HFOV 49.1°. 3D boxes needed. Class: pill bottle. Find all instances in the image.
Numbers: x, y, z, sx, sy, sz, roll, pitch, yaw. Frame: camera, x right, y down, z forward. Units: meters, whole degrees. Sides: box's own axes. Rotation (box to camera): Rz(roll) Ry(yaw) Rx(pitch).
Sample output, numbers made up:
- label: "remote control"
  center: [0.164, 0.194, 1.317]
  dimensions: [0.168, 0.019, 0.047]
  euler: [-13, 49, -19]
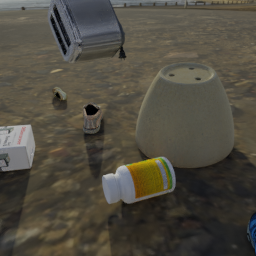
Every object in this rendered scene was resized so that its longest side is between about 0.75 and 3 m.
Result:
- label: "pill bottle"
  center: [0.223, 1.204, 6.313]
  dimensions: [1.512, 0.840, 0.840]
  euler: [-11, 30, -19]

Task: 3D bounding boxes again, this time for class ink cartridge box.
- label: "ink cartridge box"
  center: [-3.533, 0.560, 7.600]
  dimensions: [1.765, 0.742, 1.284]
  euler: [-5, 29, -10]

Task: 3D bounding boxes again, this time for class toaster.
- label: "toaster"
  center: [-1.257, -2.972, 8.313]
  dimensions: [1.656, 2.563, 1.457]
  euler: [-20, -4, -29]

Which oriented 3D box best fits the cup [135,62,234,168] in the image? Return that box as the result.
- label: "cup"
  center: [1.654, -0.618, 8.049]
  dimensions: [2.958, 2.116, 2.958]
  euler: [-2, 34, 1]

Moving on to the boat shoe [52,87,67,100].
- label: "boat shoe"
  center: [-2.914, -1.424, 11.647]
  dimensions: [0.338, 0.377, 1.018]
  euler: [-18, 33, -39]

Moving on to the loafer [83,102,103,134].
- label: "loafer"
  center: [-1.239, -0.539, 9.739]
  dimensions: [0.728, 0.637, 2.026]
  euler: [-3, 29, -5]

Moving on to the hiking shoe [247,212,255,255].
- label: "hiking shoe"
  center: [2.516, 2.019, 4.958]
  dimensions: [0.604, 0.704, 1.624]
  euler: [7, 29, 12]
